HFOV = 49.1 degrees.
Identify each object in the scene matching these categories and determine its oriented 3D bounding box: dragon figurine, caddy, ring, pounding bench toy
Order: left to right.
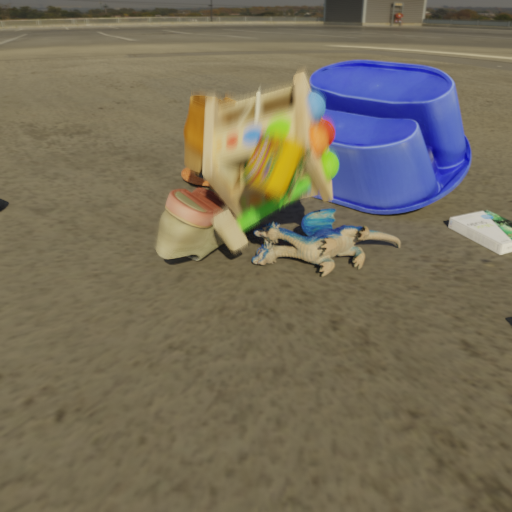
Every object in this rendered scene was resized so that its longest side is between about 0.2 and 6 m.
[{"bbox_3d":[-0.973,-2.140,14.815,2.005,0.192,2.005,0,26,0],"label":"ring"},{"bbox_3d":[0.332,-1.397,9.226,1.948,1.551,2.497,-10,61,19],"label":"pounding bench toy"},{"bbox_3d":[1.321,-0.344,10.459,2.878,0.847,1.431,-17,31,-27],"label":"dragon figurine"},{"bbox_3d":[2.672,-2.706,13.323,4.690,2.462,3.315,23,61,39],"label":"caddy"}]

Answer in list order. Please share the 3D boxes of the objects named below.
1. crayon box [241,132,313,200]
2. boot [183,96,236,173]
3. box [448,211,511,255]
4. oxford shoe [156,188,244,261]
[{"bbox_3d":[0.249,-1.215,7.386,0.293,0.733,1.155,21,7,-27],"label":"crayon box"},{"bbox_3d":[-0.348,-2.374,12.027,2.523,1.806,0.888,17,46,-2],"label":"boot"},{"bbox_3d":[4.846,-0.506,11.437,1.064,0.268,1.474,-12,30,-22],"label":"box"},{"bbox_3d":[-1.007,-0.565,10.564,1.105,1.152,3.122,33,14,16],"label":"oxford shoe"}]
